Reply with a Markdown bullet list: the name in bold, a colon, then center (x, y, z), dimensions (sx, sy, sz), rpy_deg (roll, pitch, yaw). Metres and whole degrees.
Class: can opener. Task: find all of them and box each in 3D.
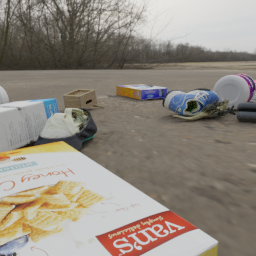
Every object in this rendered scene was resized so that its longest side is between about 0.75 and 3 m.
- **can opener**: center (4.279, -0.345, 7.987), dimensions (2.224, 0.585, 0.739), rpy_deg (5, -20, 15)

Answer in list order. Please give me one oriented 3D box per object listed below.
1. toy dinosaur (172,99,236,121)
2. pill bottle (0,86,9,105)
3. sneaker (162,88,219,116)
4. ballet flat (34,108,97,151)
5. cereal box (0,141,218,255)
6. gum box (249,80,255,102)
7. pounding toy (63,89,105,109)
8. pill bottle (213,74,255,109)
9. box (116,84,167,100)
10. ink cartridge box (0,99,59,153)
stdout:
- **toy dinosaur**: center (2.527, -0.516, 8.413), dimensions (2.331, 0.553, 1.027), rpy_deg (-12, 0, -33)
- **pill bottle**: center (-4.111, -0.560, 7.033), dimensions (1.254, 1.254, 2.095), rpy_deg (5, 16, 18)
- **sneaker**: center (2.220, -0.763, 9.197), dimensions (2.277, 0.862, 0.877), rpy_deg (-11, 36, -31)
- **ballet flat**: center (-1.227, 0.057, 5.491), dimensions (0.889, 0.889, 2.434), rpy_deg (3, 14, 11)
- **cereal box**: center (-1.001, 0.885, 2.635), dimensions (2.110, 0.580, 2.933), rpy_deg (-10, 17, -35)
- **gum box**: center (6.108, -1.445, 11.458), dimensions (1.453, 0.847, 2.560), rpy_deg (-7, 16, -26)
- **pounding toy**: center (-1.573, -0.955, 10.108), dimensions (0.975, 0.753, 1.059), rpy_deg (9, 27, 34)
- **pill bottle**: center (4.069, -1.410, 10.526), dimensions (1.229, 1.229, 2.186), rpy_deg (9, 17, 31)
- **box**: center (0.684, -1.746, 13.405), dimensions (1.517, 0.528, 2.548), rpy_deg (-8, 14, -31)
- **ink cartridge box**: center (-2.572, -0.015, 5.550), dimensions (1.329, 0.766, 2.295), rpy_deg (-1, 13, 24)
